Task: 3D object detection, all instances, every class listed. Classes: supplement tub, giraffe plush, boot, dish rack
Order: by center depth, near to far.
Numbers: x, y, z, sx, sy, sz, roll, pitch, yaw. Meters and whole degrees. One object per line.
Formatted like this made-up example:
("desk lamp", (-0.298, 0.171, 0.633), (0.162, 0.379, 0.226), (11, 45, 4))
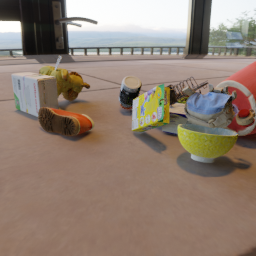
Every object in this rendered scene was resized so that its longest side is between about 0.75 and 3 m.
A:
("boot", (-2.224, -0.246, 9.911), (2.180, 0.818, 1.169), (18, 18, 32))
("dish rack", (1.825, -1.335, 11.323), (2.814, 0.768, 2.158), (-28, 3, -36))
("supplement tub", (0.063, -1.515, 12.301), (0.855, 1.396, 0.855), (7, 50, -8))
("giraffe plush", (-3.126, -2.144, 13.871), (2.003, 2.470, 2.131), (15, 32, -51))

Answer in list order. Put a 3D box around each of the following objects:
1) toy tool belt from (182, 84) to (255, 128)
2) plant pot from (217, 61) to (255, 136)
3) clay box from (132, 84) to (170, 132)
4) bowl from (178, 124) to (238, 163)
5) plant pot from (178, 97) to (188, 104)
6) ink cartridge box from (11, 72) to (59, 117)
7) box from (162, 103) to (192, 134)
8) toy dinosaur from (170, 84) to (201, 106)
("toy tool belt", (2.341, -0.611, 7.430), (1.818, 1.117, 1.135), (8, 45, 43))
("plant pot", (4.366, -0.972, 9.536), (2.369, 2.677, 2.677), (-21, 26, -25))
("clay box", (0.754, -0.580, 8.891), (0.472, 1.139, 1.982), (8, -12, -25))
("bowl", (2.045, 0.434, 7.454), (1.566, 0.843, 1.566), (7, 10, -1))
("plant pot", (2.515, -0.774, 11.304), (0.828, 0.751, 0.824), (8, 20, 30))
("ink cartridge box", (-3.998, -1.473, 12.050), (2.212, 1.602, 0.929), (17, 25, 40))
("box", (2.090, -0.309, 9.892), (1.363, 0.777, 1.482), (10, 20, 28))
("toy dinosaur", (2.794, -1.416, 13.248), (1.324, 0.838, 1.953), (24, 35, 38))
